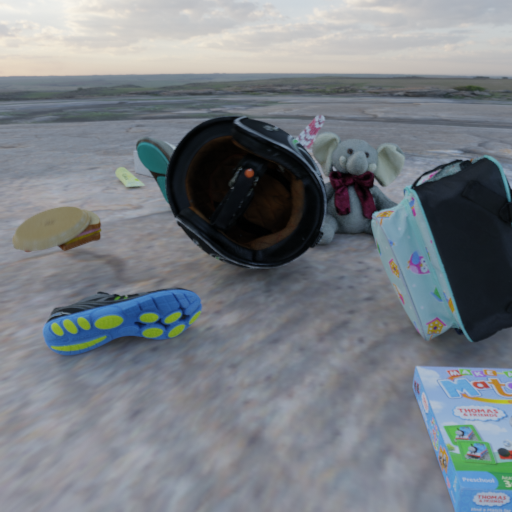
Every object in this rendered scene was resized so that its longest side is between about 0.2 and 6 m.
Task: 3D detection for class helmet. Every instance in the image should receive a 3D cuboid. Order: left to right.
[{"bbox_3d":[-0.190,-1.195,10.688,3.010,3.010,2.870,-5,17,-12],"label":"helmet"}]

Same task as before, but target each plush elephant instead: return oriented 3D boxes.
[{"bbox_3d":[2.269,-1.670,12.885,2.358,2.216,2.863,2,21,4],"label":"plush elephant"}]

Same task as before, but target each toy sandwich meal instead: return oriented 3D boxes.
[{"bbox_3d":[-3.722,-0.410,10.487,1.608,0.551,1.608,-8,32,5],"label":"toy sandwich meal"}]

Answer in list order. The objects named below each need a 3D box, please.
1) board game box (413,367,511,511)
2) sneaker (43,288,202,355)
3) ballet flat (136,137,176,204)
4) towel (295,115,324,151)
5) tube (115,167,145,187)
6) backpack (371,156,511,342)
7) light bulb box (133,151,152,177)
[{"bbox_3d":[2.685,1.899,6.020,1.573,0.380,2.079,1,20,3],"label":"board game box"},{"bbox_3d":[-1.947,0.808,8.293,2.305,0.817,0.955,-9,29,-16],"label":"sneaker"},{"bbox_3d":[-2.244,-2.283,14.079,0.955,2.833,0.902,13,65,16],"label":"ballet flat"},{"bbox_3d":[0.732,-2.249,13.977,0.399,2.668,1.953,42,1,-1],"label":"towel"},{"bbox_3d":[-3.991,-2.401,17.513,0.446,0.399,1.538,-44,37,-5],"label":"tube"},{"bbox_3d":[2.991,-0.131,8.469,2.141,2.455,2.793,-23,4,22],"label":"backpack"},{"bbox_3d":[-3.283,-3.176,18.954,1.237,0.772,1.226,-19,28,-41],"label":"light bulb box"}]
